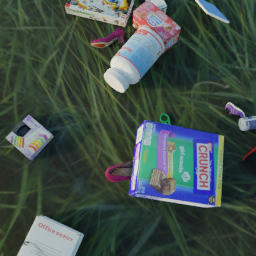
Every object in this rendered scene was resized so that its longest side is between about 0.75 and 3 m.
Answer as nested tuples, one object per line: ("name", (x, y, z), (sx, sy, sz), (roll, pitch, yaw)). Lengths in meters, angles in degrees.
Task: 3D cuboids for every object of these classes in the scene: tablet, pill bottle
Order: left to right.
("pill bottle", (0.204, -2.550, 10.634), (1.305, 1.305, 2.399), (36, 75, 11))
("tablet", (3.335, -4.825, 11.371), (1.171, 0.123, 1.799), (13, 40, -22))
("pill bottle", (4.582, -0.189, 10.307), (0.853, 0.474, 0.474), (-9, 72, -2))

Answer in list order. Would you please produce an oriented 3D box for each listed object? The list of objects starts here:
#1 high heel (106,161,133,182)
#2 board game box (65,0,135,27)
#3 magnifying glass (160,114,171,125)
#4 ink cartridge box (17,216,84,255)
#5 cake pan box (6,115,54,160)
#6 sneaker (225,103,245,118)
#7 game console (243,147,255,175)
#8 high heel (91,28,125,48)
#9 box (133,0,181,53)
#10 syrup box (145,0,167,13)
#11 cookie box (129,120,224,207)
("high heel", (0.317, 1.384, 9.496), (2.165, 1.041, 0.730), (-19, 73, -6))
("board game box", (-1.144, -5.413, 12.004), (2.648, 0.458, 1.671), (15, 72, 5))
("magnifying glass", (1.511, -0.176, 10.516), (0.333, 0.094, 0.836), (-32, 73, -10))
("ink cartridge box", (-2.532, 4.035, 8.712), (1.535, 0.885, 2.115), (22, 73, 7))
("cake pan box", (-3.581, 0.323, 10.222), (1.294, 0.339, 1.192), (39, 74, 12))
("sneaker", (4.044, -0.603, 10.582), (0.822, 0.331, 0.343), (41, 92, 21))
("game console", (5.308, 1.292, 9.798), (1.729, 0.303, 1.955), (-42, 78, 3))
("high heel", (-0.858, -3.704, 11.441), (1.435, 0.484, 0.690), (-9, 82, -18))
("box", (1.118, -4.096, 11.331), (0.898, 0.938, 1.881), (-40, 77, -12))
("syrup box", (1.140, -5.446, 11.985), (0.545, 0.527, 1.339), (-22, 73, -7))
("cookie box", (1.627, 1.224, 9.256), (2.794, 1.050, 2.390), (11, 73, -10))
